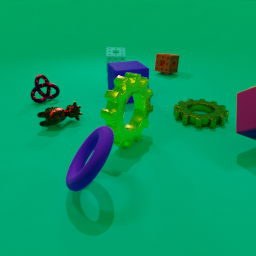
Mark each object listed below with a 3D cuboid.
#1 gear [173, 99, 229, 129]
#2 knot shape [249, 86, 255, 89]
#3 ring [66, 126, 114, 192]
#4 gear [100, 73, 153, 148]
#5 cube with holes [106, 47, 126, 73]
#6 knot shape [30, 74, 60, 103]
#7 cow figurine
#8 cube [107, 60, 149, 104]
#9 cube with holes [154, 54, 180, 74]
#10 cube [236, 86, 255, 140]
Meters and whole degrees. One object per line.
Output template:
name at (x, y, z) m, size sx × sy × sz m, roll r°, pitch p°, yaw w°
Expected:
gear at (2.493, -0.531, 9.646) m, size 1.800 × 0.333 × 1.800 m, roll 0°, pitch 27°, yaw 0°
knot shape at (5.056, -1.342, 10.038) m, size 1.413 × 0.698 × 1.510 m, roll 7°, pitch 65°, yaw 37°
ring at (-0.815, 0.622, 5.909) m, size 0.307 × 1.535 × 1.535 m, roll 34°, pitch 21°, yaw -19°
gear at (0.035, -0.468, 7.686) m, size 0.372 × 2.012 × 2.012 m, roll 15°, pitch 31°, yaw 32°
cube with holes at (-0.600, -3.310, 13.697) m, size 0.909 × 0.909 × 0.909 m, roll 1°, pitch 42°, yaw -3°
knot shape at (-3.291, -1.418, 10.806) m, size 1.043 × 1.115 × 0.515 m, roll -49°, pitch 24°, yaw -11°
cow figurine at (-2.133, -0.428, 8.972) m, size 1.184 × 0.660 × 1.203 m, roll -6°, pitch 14°, yaw 13°
cube at (-0.018, -1.822, 11.033) m, size 1.321 × 1.321 × 1.321 m, roll -8°, pitch 28°, yaw -16°
cube with holes at (1.964, -3.263, 14.111) m, size 0.854 × 0.854 × 0.854 m, roll 20°, pitch 24°, yaw 36°
cube at (3.640, -0.371, 7.197) m, size 1.167 × 1.167 × 1.167 m, roll 17°, pitch -19°, yaw -27°
